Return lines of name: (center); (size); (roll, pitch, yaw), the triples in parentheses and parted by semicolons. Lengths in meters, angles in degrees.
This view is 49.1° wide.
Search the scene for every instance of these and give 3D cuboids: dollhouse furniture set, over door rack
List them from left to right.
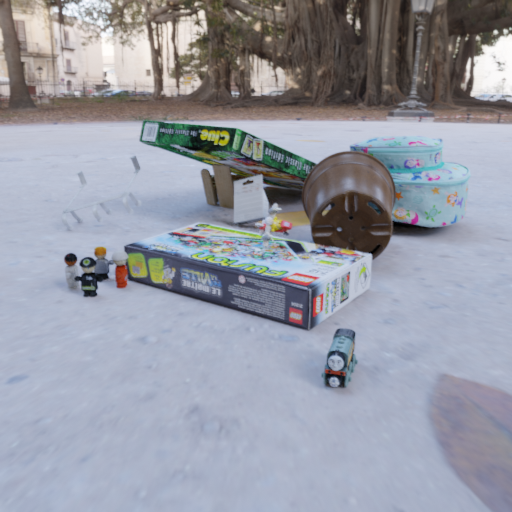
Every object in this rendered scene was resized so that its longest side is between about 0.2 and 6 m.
over door rack: (-3.577, -1.438, 13.333); (1.624, 0.732, 2.198); (-14, 36, 5)
dollhouse furniture set: (-0.757, -2.221, 15.291); (1.413, 1.211, 1.486); (13, 38, 34)

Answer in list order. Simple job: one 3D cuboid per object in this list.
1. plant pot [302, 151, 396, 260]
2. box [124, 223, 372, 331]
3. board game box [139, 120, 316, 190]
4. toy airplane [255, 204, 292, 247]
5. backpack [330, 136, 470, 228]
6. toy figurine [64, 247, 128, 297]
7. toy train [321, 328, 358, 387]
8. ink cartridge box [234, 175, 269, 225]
plant pot: (1.804, -0.843, 10.708); (1.916, 1.916, 1.897); (2, 24, 6)
box: (-0.182, 0.186, 9.167); (3.604, 0.626, 1.983); (12, 21, 33)
board game box: (-0.021, -2.492, 14.887); (2.965, 0.664, 5.659); (16, 5, 35)
toy airplane: (0.237, -0.514, 9.216); (0.422, 0.596, 0.599); (40, 15, -54)
backpack: (3.409, -1.653, 12.880); (2.868, 2.159, 2.546); (15, 23, 26)
toy figurine: (-2.608, 0.206, 9.095); (0.919, 0.639, 0.905); (-17, 24, -42)
toy train: (0.953, 1.152, 6.350); (0.346, 0.463, 0.812); (5, 17, 18)
ink cartridge box: (-0.120, -1.274, 12.885); (0.830, 1.021, 0.291); (-9, -18, 32)
